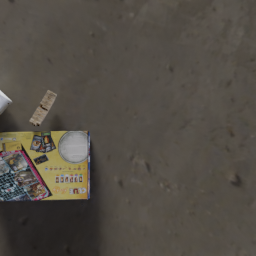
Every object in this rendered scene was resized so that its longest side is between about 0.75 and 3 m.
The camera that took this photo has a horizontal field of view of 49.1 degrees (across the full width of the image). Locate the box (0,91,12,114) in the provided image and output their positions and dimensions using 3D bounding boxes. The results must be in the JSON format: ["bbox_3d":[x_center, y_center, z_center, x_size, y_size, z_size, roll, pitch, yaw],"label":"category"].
[{"bbox_3d":[-4.266,-0.883,8.039,1.357,0.722,1.033,39,84,14],"label":"box"}]

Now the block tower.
[{"bbox_3d":[-2.434,-0.547,8.050,0.290,0.310,1.073,29,69,-10],"label":"block tower"}]

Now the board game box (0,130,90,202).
[{"bbox_3d":[-2.516,1.062,7.879,2.838,0.491,1.923,0,80,-2],"label":"board game box"}]
